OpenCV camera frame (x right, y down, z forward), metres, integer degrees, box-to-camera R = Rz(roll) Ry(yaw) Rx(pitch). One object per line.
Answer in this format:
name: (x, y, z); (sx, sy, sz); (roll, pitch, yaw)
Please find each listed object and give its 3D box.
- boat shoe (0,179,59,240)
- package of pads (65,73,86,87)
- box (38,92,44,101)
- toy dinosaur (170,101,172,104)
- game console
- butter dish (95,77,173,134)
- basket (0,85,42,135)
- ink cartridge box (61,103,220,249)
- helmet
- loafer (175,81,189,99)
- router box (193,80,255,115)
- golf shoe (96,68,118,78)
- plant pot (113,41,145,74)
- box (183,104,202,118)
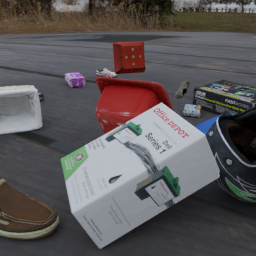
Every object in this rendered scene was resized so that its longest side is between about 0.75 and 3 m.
boat shoe: (-2.724, 1.614, 5.984); (2.586, 0.957, 0.955); (6, 25, 14)
package of pads: (-3.090, -2.822, 16.356); (0.906, 0.569, 1.503); (-10, 26, -21)
box: (-5.003, -1.507, 13.676); (1.421, 0.362, 1.121); (16, 30, 33)
toy dinosaur: (1.479, -1.242, 13.121); (1.203, 0.350, 0.608); (-11, 28, -23)
game console: (3.574, 0.317, 9.825); (1.764, 1.223, 2.067); (30, 23, -9)
butter dish: (0.024, -0.099, 8.657); (2.539, 2.546, 1.882); (13, 57, 32)
basket: (-4.525, -0.753, 10.571); (2.297, 1.557, 1.417); (-9, 23, -18)
ink cartridge box: (0.162, 0.850, 6.184); (2.879, 1.214, 2.103); (-30, 29, -5)
helmet: (2.920, 0.647, 6.557); (2.182, 2.289, 2.289); (-20, 18, 20)
loafer: (2.148, -1.446, 10.678); (0.322, 0.348, 0.926); (3, 50, 45)
router box: (4.742, -1.255, 12.410); (2.234, 0.926, 2.982); (-17, 29, -34)
golf shoe: (-1.337, -3.476, 17.766); (1.365, 0.629, 0.496); (-3, 24, -9)
plant pot: (0.102, -2.414, 9.542); (1.097, 1.098, 0.967); (-6, 12, -8)
box: (2.808, -0.753, 12.179); (0.726, 0.212, 1.061); (7, 25, 16)
